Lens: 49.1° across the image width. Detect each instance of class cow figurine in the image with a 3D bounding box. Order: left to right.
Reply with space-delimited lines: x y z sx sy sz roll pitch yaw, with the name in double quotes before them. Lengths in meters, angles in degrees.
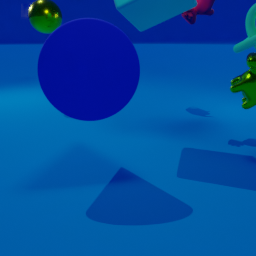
"cow figurine" 1.745 -3.000 6.860 0.877 0.891 0.489 -9 49 -31
"cow figurine" 2.328 -0.878 5.048 0.934 0.949 0.521 -29 19 36

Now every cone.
"cone" -0.722 -1.086 4.949 1.546 1.546 1.551 -4 20 -11

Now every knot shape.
"knot shape" 3.834 -2.774 8.285 0.808 1.749 1.637 17 -24 -17

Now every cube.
"cube" 0.457 -3.084 5.731 1.393 1.393 1.393 -18 -7 21

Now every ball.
"ball" -2.775 -3.756 9.429 1.104 1.104 1.104 0 18 0
